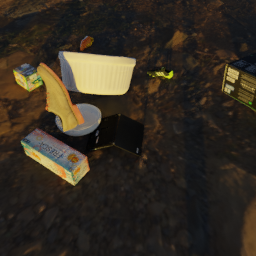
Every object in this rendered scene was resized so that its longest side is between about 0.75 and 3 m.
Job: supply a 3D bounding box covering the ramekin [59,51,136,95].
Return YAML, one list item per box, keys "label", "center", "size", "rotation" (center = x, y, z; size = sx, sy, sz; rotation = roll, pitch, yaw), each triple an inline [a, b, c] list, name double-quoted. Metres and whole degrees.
- label: "ramekin"
  center: [-1.126, -1.991, 10.162]
  size: [2.785, 1.297, 2.785]
  rotation: [5, 14, -1]

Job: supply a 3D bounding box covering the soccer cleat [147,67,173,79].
- label: "soccer cleat"
  center: [1.461, -2.554, 12.664]
  size: [1.159, 0.470, 0.391]
  rotation: [10, 47, 10]

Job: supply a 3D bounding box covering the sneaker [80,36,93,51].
- label: "sneaker"
  center: [-2.133, -4.389, 14.465]
  size: [0.460, 0.435, 1.192]
  rotation: [19, 51, 7]

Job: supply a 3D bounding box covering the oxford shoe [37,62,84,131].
- label: "oxford shoe"
  center: [-2.276, -0.935, 8.792]
  size: [0.852, 2.278, 0.803]
  rotation: [-34, 13, -14]

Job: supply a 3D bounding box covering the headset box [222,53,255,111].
- label: "headset box"
  center: [4.946, -1.672, 9.567]
  size: [2.462, 1.142, 2.143]
  rotation: [-24, 43, -22]

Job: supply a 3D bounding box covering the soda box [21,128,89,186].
- label: "soda box"
  center: [-2.383, 0.904, 9.179]
  size: [2.288, 0.727, 0.783]
  rotation: [26, 52, 24]

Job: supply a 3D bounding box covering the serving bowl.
- label: "serving bowl"
  center: [-1.790, -0.223, 10.320]
  size: [1.654, 0.544, 1.654]
  rotation: [-2, 38, 1]

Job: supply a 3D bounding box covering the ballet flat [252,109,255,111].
- label: "ballet flat"
  center: [5.785, -0.815, 10.930]
  size: [2.081, 0.760, 0.760]
  rotation: [15, 48, 22]

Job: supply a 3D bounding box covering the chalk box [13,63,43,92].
- label: "chalk box"
  center: [-4.225, -2.148, 12.097]
  size: [1.206, 0.747, 0.750]
  rotation: [34, 53, 27]

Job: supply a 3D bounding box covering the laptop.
- label: "laptop"
  center: [-0.445, 0.333, 10.171]
  size: [1.768, 0.913, 1.567]
  rotation: [-14, 41, 23]
